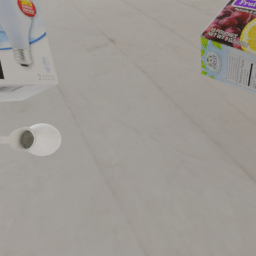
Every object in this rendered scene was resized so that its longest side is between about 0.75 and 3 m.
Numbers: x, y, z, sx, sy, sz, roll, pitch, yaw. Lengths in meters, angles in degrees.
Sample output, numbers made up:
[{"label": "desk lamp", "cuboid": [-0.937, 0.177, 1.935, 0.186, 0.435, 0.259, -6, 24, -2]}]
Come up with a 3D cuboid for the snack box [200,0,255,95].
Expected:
[{"label": "snack box", "cuboid": [2.161, -1.311, 2.955, 1.748, 0.651, 2.458, 31, 72, 29]}]

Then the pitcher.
[{"label": "pitcher", "cuboid": [-1.442, 0.173, 4.183, 0.700, 0.495, 0.816, 0, -2, 16]}]

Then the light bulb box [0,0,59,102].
[{"label": "light bulb box", "cuboid": [-1.819, -1.106, 3.373, 0.925, 1.482, 1.469, -15, 0, 34]}]
